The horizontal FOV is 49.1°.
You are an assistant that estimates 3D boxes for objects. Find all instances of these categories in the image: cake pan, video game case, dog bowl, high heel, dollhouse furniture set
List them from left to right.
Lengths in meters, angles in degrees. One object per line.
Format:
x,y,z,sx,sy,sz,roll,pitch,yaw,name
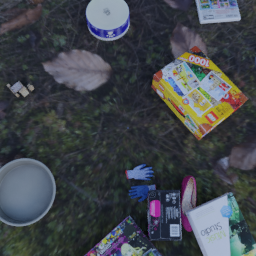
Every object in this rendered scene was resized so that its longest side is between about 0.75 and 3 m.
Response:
-4.107,-1.618,10.570,0.706,0.404,0.828,-43,77,-13,dollhouse furniture set
-3.455,2.109,9.312,2.172,0.398,2.172,0,75,-1,cake pan
-0.810,-4.476,11.352,1.748,0.689,1.748,0,72,0,dog bowl
-0.209,4.693,8.434,2.982,0.534,2.703,-40,76,-12,video game case
1.994,2.422,9.023,0.584,0.832,1.735,6,72,2,high heel
3.766,-5.139,11.829,1.680,0.199,1.529,-5,72,-1,video game case

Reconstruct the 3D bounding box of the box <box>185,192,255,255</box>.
2.997,3.386,8.757,1.634,0.411,2.264,-20,80,-13,box

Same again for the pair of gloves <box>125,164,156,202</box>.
0.455,1.872,9.562,0.984,0.139,1.224,-9,77,-6,pair of gloves

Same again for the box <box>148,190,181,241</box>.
1.134,2.728,8.891,0.981,0.851,1.484,1,77,-2,box

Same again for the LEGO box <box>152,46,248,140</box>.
2.499,-1.282,10.114,2.015,1.044,2.705,-37,76,-11,LEGO box
